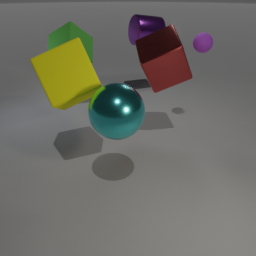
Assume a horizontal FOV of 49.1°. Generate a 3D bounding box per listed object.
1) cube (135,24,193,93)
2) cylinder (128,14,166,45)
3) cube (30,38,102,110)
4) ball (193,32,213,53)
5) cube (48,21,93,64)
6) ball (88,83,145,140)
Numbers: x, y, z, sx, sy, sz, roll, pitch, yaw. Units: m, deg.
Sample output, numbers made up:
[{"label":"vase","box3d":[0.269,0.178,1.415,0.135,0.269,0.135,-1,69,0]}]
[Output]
[{"label":"cube","box3d":[1.197,-2.321,9.465,1.400,1.400,1.400,-20,47,13]},{"label":"cylinder","box3d":[0.905,-4.727,13.631,1.400,1.400,1.400,-4,27,-23]},{"label":"cube","box3d":[-1.628,-1.439,7.875,1.400,1.400,1.400,-25,2,-1]},{"label":"ball","box3d":[2.679,-3.045,10.002,0.700,0.700,0.700,0,28,0]},{"label":"cube","box3d":[-2.505,-3.453,12.225,1.400,1.400,1.400,-17,-25,33]},{"label":"ball","box3d":[-0.278,-0.409,6.902,1.400,1.400,1.400,0,28,0]}]
